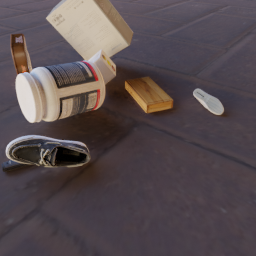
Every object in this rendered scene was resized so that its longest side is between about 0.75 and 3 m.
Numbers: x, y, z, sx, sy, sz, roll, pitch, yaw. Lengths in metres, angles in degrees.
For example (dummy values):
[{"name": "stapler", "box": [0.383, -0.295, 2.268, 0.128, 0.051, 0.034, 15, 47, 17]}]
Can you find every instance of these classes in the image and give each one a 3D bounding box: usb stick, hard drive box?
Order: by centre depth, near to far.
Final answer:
[{"name": "usb stick", "box": [-2.314, 0.746, 6.394, 1.063, 0.173, 0.295, -16, 38, -22]}, {"name": "hard drive box", "box": [-1.331, -3.707, 10.173, 1.930, 2.477, 0.951, -22, 38, 32]}]

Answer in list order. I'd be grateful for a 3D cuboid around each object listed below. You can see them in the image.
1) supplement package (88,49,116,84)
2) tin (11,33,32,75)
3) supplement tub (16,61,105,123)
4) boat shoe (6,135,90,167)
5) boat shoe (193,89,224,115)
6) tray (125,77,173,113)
[{"name": "supplement package", "box": [-0.932, -1.961, 9.316, 0.776, 0.805, 1.416, -37, 22, 14]}, {"name": "tin", "box": [-3.758, -2.474, 9.975, 0.520, 1.390, 2.482, -10, 38, -16]}, {"name": "supplement tub", "box": [-1.795, -1.003, 7.629, 2.051, 1.440, 1.440, -18, 38, -35]}, {"name": "boat shoe", "box": [-1.667, 0.563, 5.968, 1.742, 0.625, 0.590, 8, 12, -21]}, {"name": "boat shoe", "box": [2.444, -0.789, 8.414, 0.401, 0.364, 1.089, -44, 66, 8]}, {"name": "tray", "box": [0.629, -1.116, 8.965, 0.877, 0.329, 1.778, -12, 36, -17]}]
